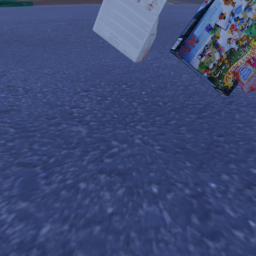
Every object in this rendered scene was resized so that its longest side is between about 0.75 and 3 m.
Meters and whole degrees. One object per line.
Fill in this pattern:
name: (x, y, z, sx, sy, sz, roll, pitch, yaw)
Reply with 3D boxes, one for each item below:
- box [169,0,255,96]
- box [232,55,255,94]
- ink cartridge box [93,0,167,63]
box: (2.768, -2.612, 7.291, 2.026, 2.966, 0.559, 32, 9, -22)
box: (2.641, -1.139, 5.312, 1.162, 0.555, 0.579, -23, -6, -28)
ink cartridge box: (0.137, -3.589, 8.615, 1.988, 2.451, 0.615, 41, 34, 14)
